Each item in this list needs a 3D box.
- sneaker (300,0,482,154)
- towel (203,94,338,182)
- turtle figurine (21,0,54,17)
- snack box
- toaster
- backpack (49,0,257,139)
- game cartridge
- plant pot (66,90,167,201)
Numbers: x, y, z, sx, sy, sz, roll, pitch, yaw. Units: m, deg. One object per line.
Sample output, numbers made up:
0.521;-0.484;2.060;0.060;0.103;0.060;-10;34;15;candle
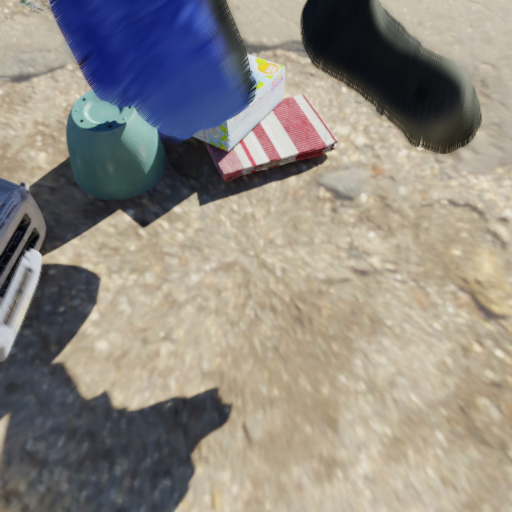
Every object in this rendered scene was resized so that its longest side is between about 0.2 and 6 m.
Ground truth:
2.026;-2.726;8.408;1.326;1.987;3.469;-48;57;16;sneaker
0.202;-2.596;12.031;2.608;0.297;1.878;-17;55;-12;towel
-3.566;-4.486;8.982;1.284;0.647;0.961;41;27;-19;turtle figurine
-1.066;-3.608;12.098;2.675;0.905;2.256;26;55;20;snack box
-5.057;-0.222;9.776;1.865;1.641;2.888;15;61;6;toaster
-1.525;-3.421;9.138;2.602;2.520;3.101;-27;99;14;backpack
-2.403;0.517;5.580;0.209;0.681;1.022;23;58;-19;game cartridge
-2.858;-2.357;11.146;1.956;1.570;1.956;0;57;0;plant pot
